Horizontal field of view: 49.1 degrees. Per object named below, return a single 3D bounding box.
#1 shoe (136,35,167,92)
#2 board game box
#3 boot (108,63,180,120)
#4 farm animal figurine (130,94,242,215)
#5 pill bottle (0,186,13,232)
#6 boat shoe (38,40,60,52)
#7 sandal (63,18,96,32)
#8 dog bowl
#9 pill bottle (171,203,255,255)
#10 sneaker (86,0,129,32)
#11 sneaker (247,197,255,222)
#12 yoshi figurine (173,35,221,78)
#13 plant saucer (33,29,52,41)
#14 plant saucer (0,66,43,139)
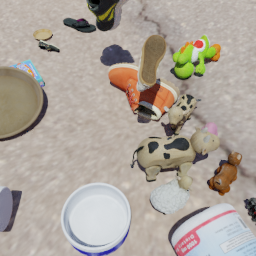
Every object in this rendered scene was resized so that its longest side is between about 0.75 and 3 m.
[{"bbox_3d":[0.522,-1.600,6.816,0.590,0.451,1.689,22,60,-7],"label":"shoe"},{"bbox_3d":[-3.904,-1.644,9.659,1.645,0.370,1.251,-26,56,-19],"label":"board game box"},{"bbox_3d":[0.235,-1.189,8.987,2.530,0.949,1.357,27,61,19],"label":"boot"},{"bbox_3d":[1.454,0.387,7.278,2.922,1.541,2.955,-19,54,-15],"label":"farm animal figurine"},{"bbox_3d":[-3.892,1.805,6.285,2.227,1.333,1.333,1,51,0],"label":"pill bottle"},{"bbox_3d":[-3.078,-3.139,10.927,0.902,0.330,0.283,21,82,7],"label":"boat shoe"},{"bbox_3d":[-2.097,-4.447,11.900,1.580,0.378,0.594,20,54,16],"label":"sandal"},{"bbox_3d":[-0.717,2.107,6.498,1.569,0.618,1.569,0,51,0],"label":"dog bowl"},{"bbox_3d":[2.124,2.977,5.220,1.521,1.521,2.796,-20,53,-15],"label":"pill bottle"},{"bbox_3d":[-0.755,-3.676,8.195,1.125,2.658,0.990,-16,84,-18],"label":"sneaker"},{"bbox_3d":[3.395,2.182,6.526,0.672,0.486,1.375,-21,57,-16],"label":"sneaker"},{"bbox_3d":[2.345,-2.467,10.099,2.220,1.248,1.243,-27,96,-37],"label":"yoshi figurine"},{"bbox_3d":[-3.513,-3.828,11.558,0.785,0.139,0.785,0,51,0],"label":"plant saucer"},{"bbox_3d":[-3.930,-0.783,8.657,2.590,0.382,2.590,3,63,-7],"label":"plant saucer"}]
